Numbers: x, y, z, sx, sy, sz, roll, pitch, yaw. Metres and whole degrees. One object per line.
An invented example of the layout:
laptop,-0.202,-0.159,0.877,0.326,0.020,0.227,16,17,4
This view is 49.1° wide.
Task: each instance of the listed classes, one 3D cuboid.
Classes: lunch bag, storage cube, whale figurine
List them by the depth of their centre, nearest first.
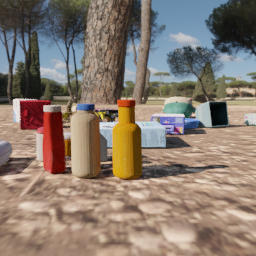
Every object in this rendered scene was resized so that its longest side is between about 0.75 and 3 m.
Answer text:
storage cube,-3.787,-0.566,11.463,1.199,1.140,1.334,-1,6,-19
lunch bag,5.905,-0.354,12.458,1.318,0.508,1.057,-4,10,-34
whale figurine,2.758,-0.802,15.101,1.831,1.194,2.301,2,-18,16

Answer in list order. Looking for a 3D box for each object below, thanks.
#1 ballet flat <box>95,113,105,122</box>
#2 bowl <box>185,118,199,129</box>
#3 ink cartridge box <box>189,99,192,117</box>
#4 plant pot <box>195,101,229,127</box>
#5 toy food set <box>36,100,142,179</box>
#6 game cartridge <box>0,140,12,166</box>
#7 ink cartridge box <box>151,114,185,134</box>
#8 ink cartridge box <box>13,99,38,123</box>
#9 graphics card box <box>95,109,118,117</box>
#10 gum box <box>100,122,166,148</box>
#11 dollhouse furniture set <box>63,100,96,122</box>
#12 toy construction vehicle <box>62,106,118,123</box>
ballet flat,-1.350,-0.495,10.571,0.433,1.356,0.513,-49,29,-17
bowl,2.157,-0.198,11.845,1.677,0.329,1.677,0,7,0
ink cartridge box,3.159,-1.203,17.185,1.154,1.159,1.595,3,7,29
plant pot,3.485,-0.526,11.920,1.059,1.062,1.082,-4,-3,-29
toy food set,-0.915,0.086,5.095,1.284,1.210,2.690,-4,7,-32
game cartridge,-3.455,0.524,4.809,2.398,0.485,1.599,-1,10,-6
ink cartridge box,1.421,-0.158,9.947,1.158,0.648,1.697,1,5,10
ink cartridge box,-4.942,-0.823,13.686,0.685,1.172,2.021,-5,9,-39
graphics card box,-1.514,-0.998,18.414,1.255,0.509,2.000,-2,7,-19
gum box,-0.229,0.154,7.727,2.314,0.516,1.966,0,6,0
dollhouse furniture set,-2.293,-0.521,13.148,1.310,0.728,1.159,14,44,-6
toy construction vehicle,-1.684,-0.449,12.287,1.948,0.686,1.696,9,-6,-36
